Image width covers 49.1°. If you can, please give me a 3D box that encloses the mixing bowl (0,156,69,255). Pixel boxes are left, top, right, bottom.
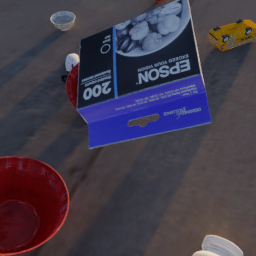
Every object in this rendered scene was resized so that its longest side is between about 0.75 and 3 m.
[{"bbox_3d":[-2.612,1.919,6.370,2.328,1.261,2.328,13,45,-13],"label":"mixing bowl"}]

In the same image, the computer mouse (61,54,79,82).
[{"bbox_3d":[-2.078,-2.339,10.437,0.839,0.336,1.530,-8,53,-5],"label":"computer mouse"}]

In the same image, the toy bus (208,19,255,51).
[{"bbox_3d":[4.201,-3.696,11.174,2.108,0.825,0.686,-21,57,-16],"label":"toy bus"}]

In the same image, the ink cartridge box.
[{"bbox_3d":[0.149,-0.963,5.074,2.320,0.508,2.342,-14,65,22],"label":"ink cartridge box"}]

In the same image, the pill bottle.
[{"bbox_3d":[1.643,3.204,5.683,1.043,1.043,1.800,25,57,18],"label":"pill bottle"}]

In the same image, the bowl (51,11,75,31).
[{"bbox_3d":[-2.754,-4.517,12.030,1.042,0.489,1.042,0,51,0],"label":"bowl"}]

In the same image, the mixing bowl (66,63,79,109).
[{"bbox_3d":[-1.006,-1.231,8.982,1.797,0.973,1.797,0,86,-1],"label":"mixing bowl"}]

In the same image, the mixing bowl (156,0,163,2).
[{"bbox_3d":[1.541,-6.400,13.425,0.852,0.462,0.852,-10,65,23],"label":"mixing bowl"}]
